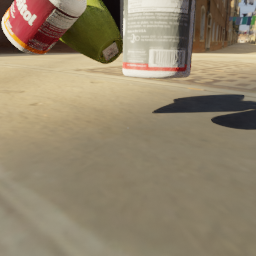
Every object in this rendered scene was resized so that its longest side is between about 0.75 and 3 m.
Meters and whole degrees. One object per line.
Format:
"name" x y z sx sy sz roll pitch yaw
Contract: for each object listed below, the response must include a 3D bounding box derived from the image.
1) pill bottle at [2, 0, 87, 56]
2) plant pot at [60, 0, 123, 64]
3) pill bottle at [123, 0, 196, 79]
"pill bottle" -1.988 -3.118 7.121 2.491 1.407 1.407 -34 -1 32
"plant pot" -1.032 -2.870 8.456 1.806 1.806 1.930 -17 57 -42
"pill bottle" 0.728 -2.708 6.589 1.684 2.957 1.684 1 14 0
